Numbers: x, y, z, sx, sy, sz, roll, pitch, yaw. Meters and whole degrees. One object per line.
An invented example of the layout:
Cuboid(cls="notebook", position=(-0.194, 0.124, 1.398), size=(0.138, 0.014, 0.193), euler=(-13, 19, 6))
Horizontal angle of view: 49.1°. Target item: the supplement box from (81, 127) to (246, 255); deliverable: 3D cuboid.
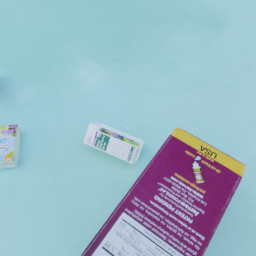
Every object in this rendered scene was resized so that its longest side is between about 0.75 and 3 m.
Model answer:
Cuboid(cls="supplement box", position=(0.608, 1.645, 4.781), size=(1.408, 1.786, 2.729), euler=(32, 61, 16))

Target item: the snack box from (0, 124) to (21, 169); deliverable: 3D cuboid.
Cuboid(cls="snack box", position=(-2.999, 0.445, 6.514), size=(0.855, 0.343, 1.014), euler=(-6, 58, -5))

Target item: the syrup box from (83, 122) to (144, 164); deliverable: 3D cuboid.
Cuboid(cls="syrup box", position=(-0.326, 0.317, 6.383), size=(1.260, 0.513, 0.496), euler=(22, 100, 13))
